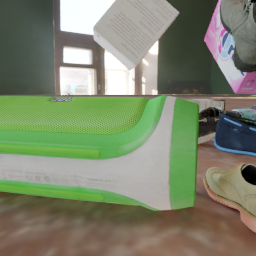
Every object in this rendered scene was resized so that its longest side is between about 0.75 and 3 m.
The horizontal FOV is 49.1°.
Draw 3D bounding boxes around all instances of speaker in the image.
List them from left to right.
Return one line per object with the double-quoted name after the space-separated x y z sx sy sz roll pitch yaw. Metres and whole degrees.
-0.688 0.217 3.253 2.905 1.285 1.285 2 9 14 "speaker"

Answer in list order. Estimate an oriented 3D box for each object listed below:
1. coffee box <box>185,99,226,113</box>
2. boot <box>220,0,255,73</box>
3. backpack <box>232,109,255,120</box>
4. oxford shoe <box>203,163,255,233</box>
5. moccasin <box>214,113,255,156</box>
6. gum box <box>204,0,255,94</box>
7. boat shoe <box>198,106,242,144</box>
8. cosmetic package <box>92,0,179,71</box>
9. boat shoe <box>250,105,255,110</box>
3.068 -0.851 11.974 1.940 0.773 1.109 1 9 9 "coffee box"
2.557 -2.543 5.840 0.837 2.472 1.615 -5 -31 8 "boot"
3.309 -0.170 7.803 0.971 0.731 0.862 7 10 11 "backpack"
1.253 0.601 3.005 0.509 0.531 1.439 -2 9 -12 "oxford shoe"
2.822 0.124 5.170 2.455 0.837 0.988 5 10 28 "moccasin"
3.236 -2.523 7.927 0.959 1.647 2.901 -1 48 -11 "gum box"
1.998 -0.188 6.775 2.213 0.668 0.817 -16 15 -30 "boat shoe"
0.186 -3.573 9.931 1.921 2.296 1.910 40 1 -9 "cosmetic package"
4.655 -0.394 7.618 2.691 0.844 0.978 15 -13 48 "boat shoe"
